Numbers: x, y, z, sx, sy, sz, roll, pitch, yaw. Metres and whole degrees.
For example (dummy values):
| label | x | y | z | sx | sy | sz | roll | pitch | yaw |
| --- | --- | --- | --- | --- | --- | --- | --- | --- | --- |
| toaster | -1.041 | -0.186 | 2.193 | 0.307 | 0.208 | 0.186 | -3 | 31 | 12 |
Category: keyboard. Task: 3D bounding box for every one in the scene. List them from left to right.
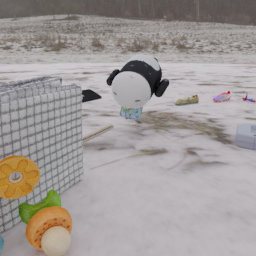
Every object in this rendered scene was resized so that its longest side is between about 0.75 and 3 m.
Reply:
| label | x | y | z | sx | sy | sz | roll | pitch | yaw |
| --- | --- | --- | --- | --- | --- | --- | --- | --- | --- |
| keyboard | -2.532 | -1.474 | 13.889 | 1.283 | 0.489 | 2.465 | 36 | 31 | 25 |

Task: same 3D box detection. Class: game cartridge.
| label | x | y | z | sx | sy | sz | roll | pitch | yaw |
| --- | --- | --- | --- | --- | --- | --- | --- | --- | --- |
| game cartridge | 4.070 | 0.293 | 7.501 | 2.216 | 0.448 | 1.477 | 6 | 14 | 22 |

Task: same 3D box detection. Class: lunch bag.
| label | x | y | z | sx | sy | sz | roll | pitch | yaw |
| --- | --- | --- | --- | --- | --- | --- | --- | --- | --- |
| lunch bag | 0.107 | -0.576 | 8.972 | 0.317 | 0.618 | 0.769 | 14 | 5 | 44 |

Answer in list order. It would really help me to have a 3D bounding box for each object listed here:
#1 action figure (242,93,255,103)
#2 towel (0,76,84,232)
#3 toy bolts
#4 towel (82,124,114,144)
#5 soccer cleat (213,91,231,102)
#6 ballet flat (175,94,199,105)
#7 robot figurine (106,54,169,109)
| label | x | y | z | sx | sy | sz | roll | pitch | yaw |
| --- | --- | --- | --- | --- | --- | --- | --- | --- | --- |
| action figure | 5.927 | -1.491 | 13.709 | 0.261 | 0.396 | 0.801 | -9 | 16 | -29 |
| towel | -1.798 | 0.262 | 4.599 | 1.049 | 2.031 | 2.452 | 11 | 21 | 25 |
| toy bolts | -1.419 | 1.154 | 3.370 | 1.340 | 1.280 | 0.929 | -26 | 32 | -20 |
| towel | -0.884 | 0.162 | 7.498 | 1.048 | 0.181 | 0.694 | -26 | 7 | -10 |
| soccer cleat | 4.584 | -1.542 | 13.674 | 1.249 | 0.477 | 0.416 | -11 | 19 | -35 |
| ballet flat | 2.730 | -1.340 | 13.021 | 1.380 | 0.450 | 0.486 | -11 | 17 | -32 |
| robot figurine | 0.285 | -1.355 | 8.100 | 1.437 | 1.193 | 1.912 | -20 | 27 | 39 |
